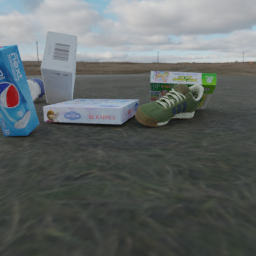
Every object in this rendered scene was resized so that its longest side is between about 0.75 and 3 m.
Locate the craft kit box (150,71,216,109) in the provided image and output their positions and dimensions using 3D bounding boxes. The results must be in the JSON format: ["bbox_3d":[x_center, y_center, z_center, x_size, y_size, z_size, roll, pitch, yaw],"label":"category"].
[{"bbox_3d":[2.030,-1.425,10.921,2.326,0.571,2.355,1,-17,6],"label":"craft kit box"}]

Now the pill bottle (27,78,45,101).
[{"bbox_3d":[-4.696,-1.930,14.020,1.047,1.047,1.886,1,14,2],"label":"pill bottle"}]

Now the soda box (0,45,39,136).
[{"bbox_3d":[-3.049,-0.933,7.268,0.719,2.240,0.760,-3,25,12],"label":"soda box"}]

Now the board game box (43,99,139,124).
[{"bbox_3d":[-1.140,-0.644,9.908,2.629,0.541,2.622,2,12,15],"label":"board game box"}]

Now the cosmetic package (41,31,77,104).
[{"bbox_3d":[-2.569,-2.105,10.688,1.063,1.513,2.983,7,-20,-10],"label":"cosmetic package"}]

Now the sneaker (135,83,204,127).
[{"bbox_3d":[1.463,-0.908,9.090,2.805,1.259,0.941,-11,46,-43],"label":"sneaker"}]
